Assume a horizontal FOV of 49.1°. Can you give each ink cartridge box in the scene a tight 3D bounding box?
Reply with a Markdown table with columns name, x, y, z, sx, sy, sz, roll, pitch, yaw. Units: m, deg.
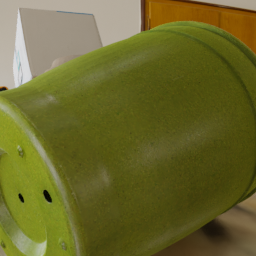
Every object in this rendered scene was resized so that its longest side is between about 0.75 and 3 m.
| name | x | y | z | sx | sy | sz | roll | pitch | yaw |
| --- | --- | --- | --- | --- | --- | --- | --- | --- | --- |
| ink cartridge box | -2.177 | -1.718 | 8.445 | 2.091 | 2.081 | 2.850 | -7 | -18 | -27 |

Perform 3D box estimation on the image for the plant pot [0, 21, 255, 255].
| name | x | y | z | sx | sy | sz | roll | pitch | yaw |
| --- | --- | --- | --- | --- | --- | --- | --- | --- | --- |
| plant pot | -0.045 | 0.102 | 1.239 | 1.068 | 1.068 | 1.029 | 5 | 19 | 43 |

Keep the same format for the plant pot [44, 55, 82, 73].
| name | x | y | z | sx | sy | sz | roll | pitch | yaw |
| --- | --- | --- | --- | --- | --- | --- | --- | --- | --- |
| plant pot | -0.304 | -0.282 | 3.757 | 2.603 | 1.201 | 2.603 | 1 | 5 | 0 |

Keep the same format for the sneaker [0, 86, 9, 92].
| name | x | y | z | sx | sy | sz | roll | pitch | yaw |
| --- | --- | --- | --- | --- | --- | --- | --- | --- | --- |
| sneaker | -2.069 | -0.458 | 6.821 | 1.004 | 0.991 | 2.566 | 2 | 4 | 37 |
